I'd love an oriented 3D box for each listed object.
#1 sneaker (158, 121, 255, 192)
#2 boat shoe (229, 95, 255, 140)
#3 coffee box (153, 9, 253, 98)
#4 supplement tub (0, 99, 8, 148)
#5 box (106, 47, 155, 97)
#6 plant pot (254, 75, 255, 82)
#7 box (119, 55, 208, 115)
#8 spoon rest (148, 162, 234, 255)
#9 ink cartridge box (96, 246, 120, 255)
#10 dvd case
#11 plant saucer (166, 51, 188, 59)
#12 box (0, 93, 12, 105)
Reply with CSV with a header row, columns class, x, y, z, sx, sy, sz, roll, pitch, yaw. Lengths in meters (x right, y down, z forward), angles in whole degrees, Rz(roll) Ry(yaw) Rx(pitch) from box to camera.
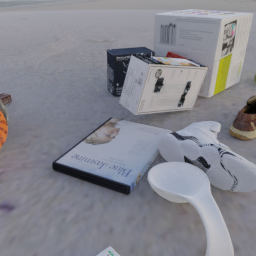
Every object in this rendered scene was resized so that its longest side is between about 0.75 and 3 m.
class,x,y,z,sx,sy,sz,roll,pitch,yaw
sneaker,1.937,0.480,6.206,1.353,0.884,2.354,-28,35,-37
boat shoe,3.817,-0.492,8.068,2.527,0.909,0.911,-21,34,-35
coffee box,2.844,-3.102,11.083,2.738,2.742,2.711,23,35,37
supplement tub,-4.135,-0.424,7.046,1.761,1.761,2.875,-18,34,-31
box,0.076,-2.137,10.520,1.591,1.564,0.986,-10,29,-18
plant pot,5.737,-2.141,11.396,1.048,0.981,0.981,-23,33,-11
box,1.108,-1.276,8.317,2.573,1.501,0.774,-8,35,-39
spoon rest,1.108,1.237,4.990,1.157,0.706,2.328,-7,29,-12
ink cartridge box,-0.366,2.119,3.829,0.872,0.218,0.702,-21,33,-37
dvd case,-0.250,0.496,6.905,1.933,0.238,2.710,13,30,23
plant saucer,1.690,-1.818,10.086,0.284,1.547,1.544,9,21,-36
box,-4.418,-0.927,9.600,0.389,0.291,0.776,12,28,21
